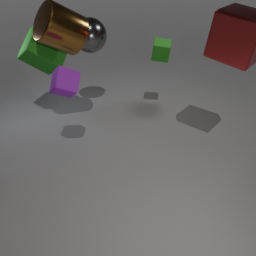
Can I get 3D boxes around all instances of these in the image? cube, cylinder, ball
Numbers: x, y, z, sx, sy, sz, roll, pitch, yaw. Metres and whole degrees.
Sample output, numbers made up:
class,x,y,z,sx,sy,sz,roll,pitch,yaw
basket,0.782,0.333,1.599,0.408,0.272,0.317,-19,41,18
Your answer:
class,x,y,z,sx,sy,sz,roll,pitch,yaw
cube,1.375,-3.211,11.537,0.700,0.700,0.700,9,46,3
cube,-3.212,-3.104,10.857,1.400,1.400,1.400,26,-16,-31
cylinder,-2.265,-3.353,9.443,1.400,1.400,1.400,13,17,-40
cube,3.337,-2.757,8.373,1.400,1.400,1.400,30,44,27
cube,-1.942,-1.402,8.607,0.700,0.700,0.700,11,-13,-28
ball,-1.566,-3.787,11.459,1.400,1.400,1.400,0,30,0
